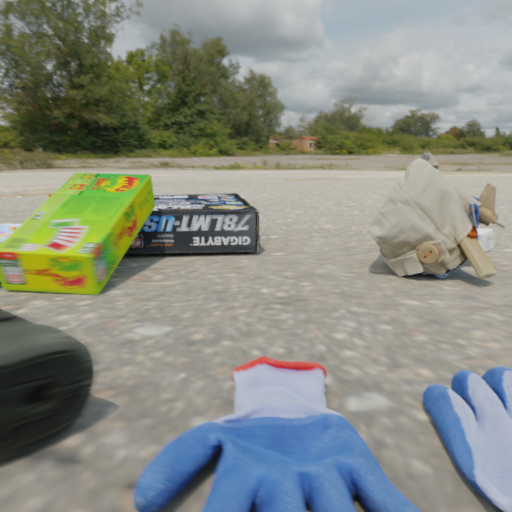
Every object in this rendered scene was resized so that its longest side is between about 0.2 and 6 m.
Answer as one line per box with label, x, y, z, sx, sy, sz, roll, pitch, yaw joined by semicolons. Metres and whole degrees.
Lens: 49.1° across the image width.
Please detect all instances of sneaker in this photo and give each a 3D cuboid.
sneaker;-2.117;0.678;2.790;1.294;0.864;2.259;15;15;37

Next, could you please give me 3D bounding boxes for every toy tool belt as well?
toy tool belt;2.645;-0.436;7.968;1.635;1.661;2.661;35;23;10

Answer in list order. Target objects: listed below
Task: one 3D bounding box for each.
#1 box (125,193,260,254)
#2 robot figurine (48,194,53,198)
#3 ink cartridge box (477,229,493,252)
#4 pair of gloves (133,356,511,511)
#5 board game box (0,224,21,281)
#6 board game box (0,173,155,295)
box;-1.718;-0.635;10.087;3.222;0.800;3.198;-2;12;-8
robot figurine;-3.999;-1.218;13.729;2.075;0.604;1.504;-4;13;-22
ink cartridge box;3.508;-0.254;9.244;0.615;0.353;1.049;5;11;34
pair of gloves;0.832;0.980;2.867;2.671;0.304;2.148;0;11;5
board game box;-4.659;-0.049;7.607;3.059;0.560;2.314;0;10;-1
board game box;-2.239;-0.388;7.322;1.177;0.551;2.316;3;31;7
